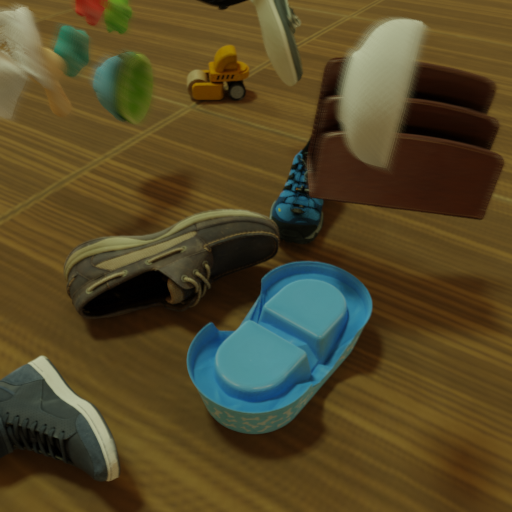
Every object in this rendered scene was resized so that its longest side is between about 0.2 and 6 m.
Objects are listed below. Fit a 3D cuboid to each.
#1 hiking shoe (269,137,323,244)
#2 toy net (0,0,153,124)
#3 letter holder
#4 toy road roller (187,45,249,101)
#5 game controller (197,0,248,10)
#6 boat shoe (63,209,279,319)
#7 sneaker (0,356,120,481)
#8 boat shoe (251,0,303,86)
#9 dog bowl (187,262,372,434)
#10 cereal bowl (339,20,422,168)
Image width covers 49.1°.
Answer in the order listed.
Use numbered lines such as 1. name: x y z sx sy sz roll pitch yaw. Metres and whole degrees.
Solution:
1. hiking shoe: 0.770 -1.185 9.353 0.913 1.064 2.454 9 40 11
2. toy net: -2.554 -2.934 7.994 0.763 2.071 3.949 15 19 10
3. letter holder: 1.833 -1.485 6.884 2.173 1.545 1.093 7 34 -2
4. toy road roller: -0.903 -4.298 13.104 1.473 1.075 0.905 -4 40 -5
5. game controller: 0.099 -3.471 6.803 2.056 0.433 1.073 -5 15 32
6. boat shoe: -1.085 0.249 7.771 3.044 1.134 1.116 -15 51 -4
7. sneaker: -2.414 1.922 5.736 1.445 0.761 2.000 -22 34 -39
8. boat shoe: 0.470 -4.235 9.913 0.729 2.358 0.859 -22 8 -16
9. dog bowl: 0.342 1.089 6.933 1.492 0.664 2.677 27 47 29
10. cereal bowl: 0.922 -1.258 4.330 0.458 1.100 1.100 14 41 12
